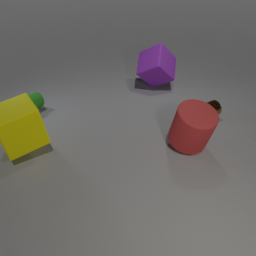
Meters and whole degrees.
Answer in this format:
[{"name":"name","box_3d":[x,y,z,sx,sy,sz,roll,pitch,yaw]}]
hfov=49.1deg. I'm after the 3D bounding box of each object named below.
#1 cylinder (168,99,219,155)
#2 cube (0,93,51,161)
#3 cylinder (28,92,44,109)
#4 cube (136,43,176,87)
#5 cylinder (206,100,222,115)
[{"name":"cylinder","box_3d":[2.209,-0.030,9.634,1.400,1.400,1.400,5,48,-6]},{"name":"cube","box_3d":[-3.621,-0.071,9.258,1.400,1.400,1.400,-26,41,-21]},{"name":"cylinder","box_3d":[-4.113,-1.126,12.087,0.700,0.700,0.700,16,29,24]},{"name":"cube","box_3d":[1.449,-3.127,14.123,1.400,1.400,1.400,-12,60,40]},{"name":"cylinder","box_3d":[3.465,-0.768,11.864,0.700,0.700,0.700,-21,37,-27]}]
